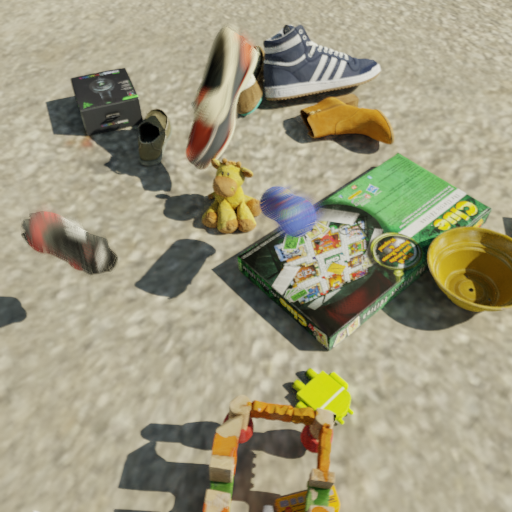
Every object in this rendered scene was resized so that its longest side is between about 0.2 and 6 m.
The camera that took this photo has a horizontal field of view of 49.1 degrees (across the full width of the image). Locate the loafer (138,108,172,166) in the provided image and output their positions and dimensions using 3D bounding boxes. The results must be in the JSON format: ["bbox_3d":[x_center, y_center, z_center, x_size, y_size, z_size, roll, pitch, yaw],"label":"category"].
[{"bbox_3d":[-2.447,-3.002,13.504,0.728,0.675,1.937,-1,49,-1],"label":"loafer"}]

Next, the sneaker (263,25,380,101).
[{"bbox_3d":[1.691,-5.220,14.583,3.241,1.758,1.136,-15,24,-11],"label":"sneaker"}]

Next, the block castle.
[{"bbox_3d":[0.191,3.336,7.635,1.733,1.217,2.594,7,51,1],"label":"block castle"}]

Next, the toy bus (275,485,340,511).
[{"bbox_3d":[0.632,3.611,7.921,1.089,0.354,0.426,-10,50,-9],"label":"toy bus"}]

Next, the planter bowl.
[{"bbox_3d":[4.092,0.430,10.405,1.964,0.818,1.964,0,48,0],"label":"planter bowl"}]

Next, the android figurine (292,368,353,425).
[{"bbox_3d":[1.112,2.309,9.160,1.042,0.214,0.948,36,58,29],"label":"android figurine"}]

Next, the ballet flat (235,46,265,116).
[{"bbox_3d":[-0.172,-4.780,14.856,0.858,0.915,2.530,-2,47,24],"label":"ballet flat"}]

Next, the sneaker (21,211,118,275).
[{"bbox_3d":[-2.702,-0.155,8.395,0.866,1.772,0.626,16,77,23],"label":"sneaker"}]

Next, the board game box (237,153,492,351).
[{"bbox_3d":[2.259,-0.341,11.288,4.824,0.566,2.528,-33,54,-25],"label":"board game box"}]

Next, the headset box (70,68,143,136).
[{"bbox_3d":[-3.784,-3.898,14.221,1.469,0.783,1.687,-16,51,-13],"label":"headset box"}]

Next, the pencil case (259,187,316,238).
[{"bbox_3d":[0.546,-0.791,9.666,0.703,0.631,1.618,20,10,-17],"label":"pencil case"}]

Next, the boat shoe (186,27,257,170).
[{"bbox_3d":[-0.893,-3.303,11.860,1.040,0.914,2.921,23,92,36],"label":"boat shoe"}]

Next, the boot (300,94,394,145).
[{"bbox_3d":[2.151,-3.144,13.670,1.602,0.788,2.238,-24,49,-12],"label":"boot"}]

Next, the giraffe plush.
[{"bbox_3d":[-0.524,-1.369,11.716,1.287,1.210,1.492,-2,49,-2],"label":"giraffe plush"}]
